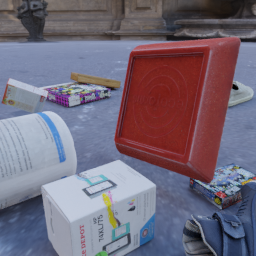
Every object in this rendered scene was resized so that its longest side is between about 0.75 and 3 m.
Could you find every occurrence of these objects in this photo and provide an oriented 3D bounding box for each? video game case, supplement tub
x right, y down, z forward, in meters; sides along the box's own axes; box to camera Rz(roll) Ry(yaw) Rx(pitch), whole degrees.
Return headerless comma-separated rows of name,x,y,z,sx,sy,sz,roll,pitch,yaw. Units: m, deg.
video game case,-2.265,-1.480,11.762,2.122,0.419,2.341,-20,28,-41
supplement tub,-2.190,0.615,4.822,2.267,1.496,1.496,-15,25,-36

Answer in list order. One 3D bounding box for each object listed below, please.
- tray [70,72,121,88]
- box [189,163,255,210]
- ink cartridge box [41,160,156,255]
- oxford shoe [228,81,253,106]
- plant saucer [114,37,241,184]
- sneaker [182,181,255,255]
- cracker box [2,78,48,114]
tray,-1.493,-2.197,12.955,2.090,0.387,1.031,4,12,-30
box,1.913,1.068,5.365,1.215,0.242,0.832,-12,24,-28
ink cartridge box,-0.404,1.214,3.984,1.305,0.958,0.953,-15,26,-33
oxford shoe,4.351,-1.512,11.320,1.069,0.821,2.844,14,23,39
plant saucer,0.672,-0.492,5.471,0.467,2.543,2.538,7,4,-42
sneaker,1.485,1.316,4.031,1.387,0.730,1.919,6,23,7
cracker box,-3.133,-0.932,8.528,1.179,0.790,0.340,19,37,-21
